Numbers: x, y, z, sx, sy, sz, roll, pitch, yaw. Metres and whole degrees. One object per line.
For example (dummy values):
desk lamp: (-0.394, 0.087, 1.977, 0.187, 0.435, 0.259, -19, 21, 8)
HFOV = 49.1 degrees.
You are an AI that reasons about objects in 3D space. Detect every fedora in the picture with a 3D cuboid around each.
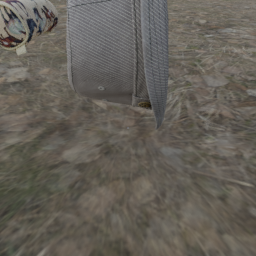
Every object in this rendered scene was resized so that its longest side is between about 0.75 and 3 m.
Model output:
fedora: (-0.177, -1.126, 3.860, 1.224, 2.398, 2.711, -5, -4, 2)

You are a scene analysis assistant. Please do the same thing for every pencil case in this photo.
pencil case: (-2.536, -2.654, 7.022, 0.985, 1.133, 2.532, -9, 28, 9)
